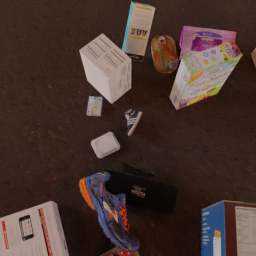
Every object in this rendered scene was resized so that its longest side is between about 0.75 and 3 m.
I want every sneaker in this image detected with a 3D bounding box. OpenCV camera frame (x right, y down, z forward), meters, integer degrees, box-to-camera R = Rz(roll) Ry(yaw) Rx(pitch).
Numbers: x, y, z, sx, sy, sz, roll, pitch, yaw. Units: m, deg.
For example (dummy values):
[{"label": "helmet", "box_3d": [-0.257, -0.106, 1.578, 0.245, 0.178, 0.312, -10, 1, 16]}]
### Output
[{"label": "sneaker", "box_3d": [0.066, -0.252, 10.653, 0.603, 0.390, 1.112, 25, 63, 5]}, {"label": "sneaker", "box_3d": [-0.446, 2.598, 8.855, 1.101, 1.058, 2.808, -35, 81, 0]}]

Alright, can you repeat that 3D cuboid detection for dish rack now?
[{"label": "dish rack", "box_3d": [-0.846, 0.602, 10.420, 0.933, 0.203, 0.800, -26, 71, -9]}]

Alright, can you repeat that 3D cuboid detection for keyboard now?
[{"label": "keyboard", "box_3d": [0.419, 2.042, 9.790, 2.695, 0.534, 1.403, 14, 90, 5]}]

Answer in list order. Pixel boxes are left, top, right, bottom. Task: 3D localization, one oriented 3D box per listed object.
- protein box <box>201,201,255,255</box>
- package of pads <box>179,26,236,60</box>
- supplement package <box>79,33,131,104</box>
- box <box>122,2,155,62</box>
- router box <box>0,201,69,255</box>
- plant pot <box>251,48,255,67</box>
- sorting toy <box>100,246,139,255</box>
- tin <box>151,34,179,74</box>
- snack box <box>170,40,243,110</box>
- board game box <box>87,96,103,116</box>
[{"label": "protein box", "box_3d": [3.192, 3.550, 7.960, 1.686, 2.481, 2.499, 6, 68, 2]}, {"label": "package of pads", "box_3d": [3.308, -3.389, 11.686, 2.288, 0.866, 1.378, 8, 68, 3]}, {"label": "supplement package", "box_3d": [-0.789, -2.173, 10.572, 1.108, 1.999, 1.557, -41, 73, -15]}, {"label": "box", "box_3d": [0.372, -3.806, 11.183, 0.874, 2.125, 0.522, 6, 30, -14]}, {"label": "router box", "box_3d": [-3.183, 4.004, 8.757, 2.451, 0.667, 2.731, -17, 69, -7]}, {"label": "plant pot", "box_3d": [6.317, -2.497, 10.776, 2.150, 2.147, 1.903, -1, 78, 0]}, {"label": "sorting toy", "box_3d": [-0.156, 4.348, 8.748, 1.233, 0.432, 1.240, -25, 70, -10]}, {"label": "tin", "box_3d": [1.532, -3.131, 11.871, 1.034, 0.387, 1.847, -4, 68, -6]}, {"label": "snack box", "box_3d": [2.643, -1.777, 10.045, 1.905, 2.678, 0.709, -23, 71, -10]}, {"label": "board game box", "box_3d": [-1.312, -0.864, 11.050, 0.531, 0.135, 0.790, 4, 68, 1]}]
